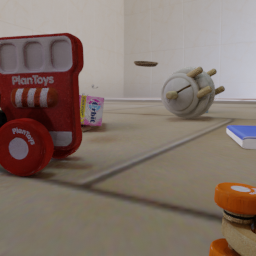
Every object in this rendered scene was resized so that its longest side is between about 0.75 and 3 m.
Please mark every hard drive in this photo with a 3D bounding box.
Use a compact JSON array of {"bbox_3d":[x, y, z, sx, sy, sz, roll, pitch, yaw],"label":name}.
[{"bbox_3d":[2.636,0.154,5.459,1.116,0.215,1.692,1,7,10],"label":"hard drive"}]

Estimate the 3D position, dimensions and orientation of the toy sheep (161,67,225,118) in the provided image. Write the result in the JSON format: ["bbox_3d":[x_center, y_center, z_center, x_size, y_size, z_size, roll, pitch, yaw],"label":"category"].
[{"bbox_3d":[2.142,-1.255,9.833,1.998,1.998,2.897,6,7,38],"label":"toy sheep"}]

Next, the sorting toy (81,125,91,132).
[{"bbox_3d":[-1.565,0.030,6.754,0.949,0.171,1.274,7,9,16],"label":"sorting toy"}]

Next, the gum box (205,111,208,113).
[{"bbox_3d":[3.256,-1.631,13.225,0.391,1.754,1.490,-4,8,-15],"label":"gum box"}]

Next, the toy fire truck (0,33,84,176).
[{"bbox_3d":[-1.522,-0.357,3.688,1.999,1.679,1.121,2,8,14],"label":"toy fire truck"}]

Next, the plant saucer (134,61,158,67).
[{"bbox_3d":[0.727,-2.597,11.338,0.999,0.147,0.999,2,20,-1],"label":"plant saucer"}]

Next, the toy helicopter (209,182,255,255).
[{"bbox_3d":[1.026,0.565,1.589,1.113,0.439,0.736,-1,6,-41],"label":"toy helicopter"}]

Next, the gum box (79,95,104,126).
[{"bbox_3d":[-1.309,-0.501,7.683,1.241,0.723,2.187,6,3,-6],"label":"gum box"}]
